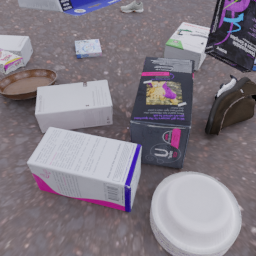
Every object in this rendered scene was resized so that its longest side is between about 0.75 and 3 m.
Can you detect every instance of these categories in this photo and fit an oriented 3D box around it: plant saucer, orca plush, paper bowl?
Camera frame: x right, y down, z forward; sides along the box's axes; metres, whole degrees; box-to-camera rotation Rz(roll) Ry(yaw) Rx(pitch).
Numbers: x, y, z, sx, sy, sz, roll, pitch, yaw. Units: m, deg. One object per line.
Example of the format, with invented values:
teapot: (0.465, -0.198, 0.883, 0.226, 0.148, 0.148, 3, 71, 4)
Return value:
plant saucer: (-3.526, -1.529, 9.853, 2.122, 0.365, 2.122, -3, 33, 2)
orca plush: (3.372, -1.387, 9.932, 0.432, 0.640, 1.216, 5, 62, 58)
paper bowl: (1.564, 1.928, 6.532, 2.054, 1.068, 2.054, 0, 47, 0)

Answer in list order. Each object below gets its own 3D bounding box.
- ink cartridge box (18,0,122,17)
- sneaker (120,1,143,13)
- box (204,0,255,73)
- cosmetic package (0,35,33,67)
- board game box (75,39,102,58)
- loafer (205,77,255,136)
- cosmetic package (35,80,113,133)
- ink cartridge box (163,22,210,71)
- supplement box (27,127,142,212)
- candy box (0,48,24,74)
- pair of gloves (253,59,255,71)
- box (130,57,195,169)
ink cartridge box: (-1.473, -3.472, 7.368, 2.019, 0.410, 2.015, 19, 41, 26)
sneaker: (0.195, -6.198, 14.215, 1.181, 0.543, 0.447, -1, 47, 0)
box: (2.399, -2.240, 6.087, 1.252, 1.752, 0.316, 15, -1, -27)
cosmetic package: (-5.127, -3.140, 11.293, 2.184, 0.778, 1.108, 3, 48, 2)
board game box: (-1.688, -3.369, 11.869, 1.041, 0.227, 1.046, -8, 48, -7)
loafer: (3.485, -0.682, 8.860, 1.059, 1.084, 2.969, 33, 55, 27)
cosmetic package: (-1.700, -0.706, 8.984, 2.297, 0.932, 1.296, -7, 50, -8)
ink cartridge box: (2.528, -3.387, 11.456, 1.495, 0.863, 2.046, 20, 51, 17)
supplement box: (-1.015, 1.039, 7.177, 2.537, 1.284, 1.311, 10, 49, 9)
candy box: (-3.691, -1.981, 8.229, 1.013, 0.309, 0.691, 24, 43, 20)
pair of gloves: (5.189, -2.496, 11.174, 0.723, 0.102, 0.899, 0, 47, 2)
box: (1.059, -0.543, 8.236, 1.551, 1.788, 2.925, 7, 48, 9)
